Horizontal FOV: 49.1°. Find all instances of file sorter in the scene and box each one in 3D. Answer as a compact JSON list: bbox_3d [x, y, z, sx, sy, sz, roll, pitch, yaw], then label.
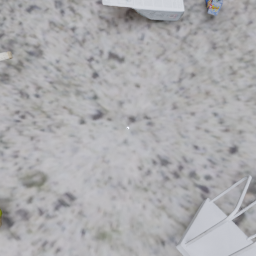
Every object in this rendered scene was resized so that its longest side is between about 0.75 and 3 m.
[{"bbox_3d":[2.688,2.504,5.640,2.572,1.602,1.785,45,37,11],"label":"file sorter"}]

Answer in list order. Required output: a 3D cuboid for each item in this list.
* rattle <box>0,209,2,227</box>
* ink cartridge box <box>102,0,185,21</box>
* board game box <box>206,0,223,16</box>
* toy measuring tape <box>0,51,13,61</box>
[{"bbox_3d":[-3.666,2.144,6.302,1.388,0.903,0.991,10,40,-2],"label":"rattle"},{"bbox_3d":[0.346,-3.980,7.766,2.290,0.653,1.861,-3,78,-11],"label":"ink cartridge box"},{"bbox_3d":[2.387,-3.598,7.430,0.312,1.013,1.012,10,74,-12],"label":"board game box"},{"bbox_3d":[-3.647,-1.596,7.175,1.560,0.574,0.574,-17,78,-1],"label":"toy measuring tape"}]
